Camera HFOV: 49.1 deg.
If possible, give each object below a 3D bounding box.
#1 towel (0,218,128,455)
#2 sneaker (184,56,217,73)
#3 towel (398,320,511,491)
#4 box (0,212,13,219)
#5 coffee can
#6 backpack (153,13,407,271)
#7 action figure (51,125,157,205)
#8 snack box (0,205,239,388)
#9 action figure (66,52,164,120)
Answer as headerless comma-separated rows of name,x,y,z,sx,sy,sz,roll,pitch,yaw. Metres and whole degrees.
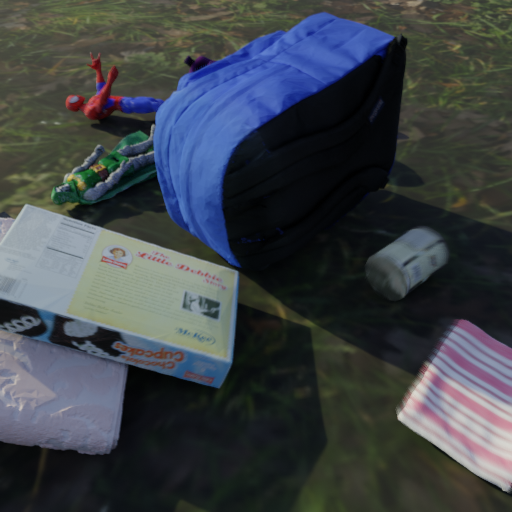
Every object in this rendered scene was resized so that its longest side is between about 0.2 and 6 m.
towel,-2.949,0.640,6.208,3.133,0.505,2.992,14,37,-16
sneaker,-0.261,-3.102,10.790,1.344,1.142,3.070,23,6,-46
towel,2.402,1.489,5.985,1.208,0.247,1.650,30,51,24
box,-3.554,0.005,7.678,0.953,0.590,0.937,32,47,26
coffee can,2.035,0.088,7.554,0.934,0.683,0.683,-29,47,-31
backpack,0.144,-1.542,8.082,2.823,2.733,3.364,30,58,35
action figure,-2.447,-1.491,9.609,1.424,0.659,2.412,30,51,28
snack box,-1.579,0.432,6.447,2.747,0.510,1.596,18,36,-11
action figure,-2.521,-3.440,11.409,2.799,1.385,0.913,-2,21,1
